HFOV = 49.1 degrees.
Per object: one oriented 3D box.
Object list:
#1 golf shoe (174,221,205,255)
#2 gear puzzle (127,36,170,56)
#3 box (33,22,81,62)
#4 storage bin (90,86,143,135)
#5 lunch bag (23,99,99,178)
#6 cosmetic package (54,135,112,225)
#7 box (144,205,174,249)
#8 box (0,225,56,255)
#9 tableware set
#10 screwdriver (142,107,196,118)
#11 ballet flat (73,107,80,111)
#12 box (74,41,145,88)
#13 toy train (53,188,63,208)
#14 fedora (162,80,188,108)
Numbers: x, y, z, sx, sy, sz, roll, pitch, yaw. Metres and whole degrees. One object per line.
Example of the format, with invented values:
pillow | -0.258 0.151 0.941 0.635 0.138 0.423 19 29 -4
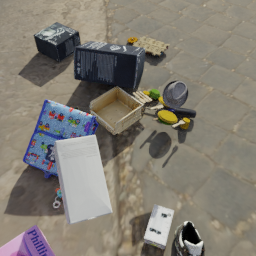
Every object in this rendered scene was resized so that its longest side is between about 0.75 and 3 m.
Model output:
golf shoe | 1.707 3.596 7.572 0.836 1.016 2.150 -5 51 -6
gear puzzle | 0.934 -4.378 14.966 2.381 0.312 1.233 26 56 25
box | -3.628 -4.480 14.540 1.686 1.045 1.658 29 57 23
storage bin | -0.496 -0.724 11.464 1.581 0.746 1.592 -35 58 -27
lunch bag | -2.439 0.560 10.036 1.917 1.198 2.547 19 77 5
cosmetic package | -1.260 1.371 7.536 1.150 0.907 2.138 -8 77 -20
box | 0.948 2.990 8.521 0.665 0.343 1.141 14 50 12
box | -2.750 4.371 6.619 2.905 1.404 2.555 -30 56 -24
tableware set | 1.461 -0.795 11.657 1.740 0.396 2.583 -18 49 -41
screwdriver | 1.434 -0.776 11.849 2.871 0.400 0.418 10 17 16
ballet flat | -2.494 -0.334 11.234 0.532 0.590 1.568 26 54 21
box | -0.751 -2.877 12.450 2.754 1.437 2.038 11 26 9
toy train | -1.784 2.205 9.185 1.331 0.370 1.000 -1 49 -1
fedora | 1.688 -1.209 9.637 0.886 0.453 1.002 34 79 -2
